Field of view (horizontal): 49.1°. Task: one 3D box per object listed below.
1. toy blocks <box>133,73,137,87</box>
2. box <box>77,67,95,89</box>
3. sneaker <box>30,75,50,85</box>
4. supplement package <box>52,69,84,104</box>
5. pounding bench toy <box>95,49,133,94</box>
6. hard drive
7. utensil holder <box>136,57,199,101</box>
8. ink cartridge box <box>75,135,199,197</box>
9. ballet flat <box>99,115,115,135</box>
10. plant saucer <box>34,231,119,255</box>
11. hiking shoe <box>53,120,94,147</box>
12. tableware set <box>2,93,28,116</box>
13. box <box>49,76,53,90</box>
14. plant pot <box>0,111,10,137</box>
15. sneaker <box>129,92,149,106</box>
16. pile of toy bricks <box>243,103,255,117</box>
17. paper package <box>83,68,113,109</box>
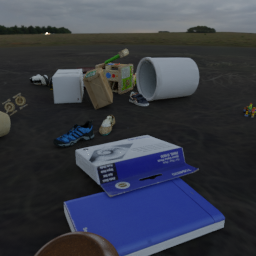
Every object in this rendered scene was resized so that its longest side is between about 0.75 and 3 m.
[{"bbox_3d":[0.163,-3.199,18.460,2.042,0.742,1.702,3,21,8],"label":"toy blocks"},{"bbox_3d":[-2.607,-3.166,17.752,1.172,1.184,1.428,-5,22,-11],"label":"box"},{"bbox_3d":[-5.798,-3.079,18.417,0.756,0.697,1.891,-28,27,-36],"label":"sneaker"},{"bbox_3d":[-3.207,-2.334,15.286,1.417,1.422,2.424,-2,21,-6],"label":"supplement package"},{"bbox_3d":[-0.892,-3.492,16.781,1.948,2.497,1.551,12,24,26],"label":"pounding bench toy"},{"bbox_3d":[0.277,1.841,5.967,2.871,0.364,1.894,-9,23,-23],"label":"hard drive"},{"bbox_3d":[2.115,-2.672,15.117,2.673,2.272,2.272,-7,22,-25],"label":"utensil holder"},{"bbox_3d":[0.125,0.858,7.747,2.608,0.530,2.613,-11,15,-26],"label":"ink cartridge box"},{"bbox_3d":[-0.826,-0.168,11.032,0.496,0.459,1.407,2,22,6],"label":"ballet flat"},{"bbox_3d":[-0.927,2.277,4.416,1.661,0.304,1.661,-6,33,4],"label":"plant saucer"},{"bbox_3d":[-1.916,0.179,9.815,1.582,0.686,0.589,-19,28,-40],"label":"hiking shoe"},{"bbox_3d":[-5.079,-1.073,12.532,1.007,0.666,0.202,-31,7,0],"label":"tableware set"},{"bbox_3d":[-4.191,-2.987,18.240,1.687,0.521,2.112,-3,21,-12],"label":"box"},{"bbox_3d":[-5.125,-0.157,9.848,1.579,1.579,1.685,20,14,42],"label":"plant pot"},{"bbox_3d":[0.544,-1.499,14.370,0.536,0.543,1.367,-13,26,-37],"label":"sneaker"},{"bbox_3d":[5.599,-0.883,12.807,0.567,0.505,1.022,11,24,27],"label":"pile of toy bricks"},{"bbox_3d":[-1.459,-2.003,13.894,0.920,1.695,1.779,-20,21,6],"label":"paper package"}]
